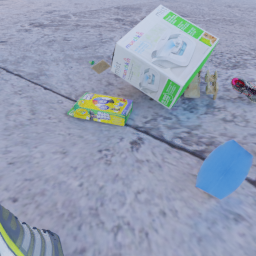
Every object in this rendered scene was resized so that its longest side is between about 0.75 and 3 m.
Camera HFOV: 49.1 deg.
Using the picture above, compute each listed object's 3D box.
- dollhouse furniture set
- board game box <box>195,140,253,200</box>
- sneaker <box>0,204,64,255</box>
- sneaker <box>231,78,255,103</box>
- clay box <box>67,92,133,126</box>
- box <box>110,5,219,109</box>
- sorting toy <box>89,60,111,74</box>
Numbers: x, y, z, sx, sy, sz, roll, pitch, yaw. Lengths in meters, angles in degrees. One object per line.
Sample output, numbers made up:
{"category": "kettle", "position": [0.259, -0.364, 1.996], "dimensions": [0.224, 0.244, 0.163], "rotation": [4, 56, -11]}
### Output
{"category": "dollhouse furniture set", "position": [2.483, -1.783, 10.903], "dimensions": [1.736, 1.230, 1.890], "rotation": [4, 54, 8]}
{"category": "board game box", "position": [2.004, 0.846, 6.004], "dimensions": [1.529, 1.208, 0.298], "rotation": [30, 8, -36]}
{"category": "sneaker", "position": [-1.677, 1.828, 4.291], "dimensions": [0.931, 2.520, 1.020], "rotation": [-35, -1, 25]}
{"category": "sneaker", "position": [4.362, -1.342, 10.089], "dimensions": [1.456, 0.587, 0.544], "rotation": [33, 12, 25]}
{"category": "clay box", "position": [-0.920, -0.677, 9.287], "dimensions": [1.979, 0.471, 1.137], "rotation": [11, 32, 10]}
{"category": "box", "position": [1.247, -2.477, 9.551], "dimensions": [2.495, 1.367, 2.828], "rotation": [36, 59, 9]}
{"category": "sorting toy", "position": [-1.120, -2.421, 10.750], "dimensions": [0.634, 0.858, 0.126], "rotation": [-25, 64, 19]}
